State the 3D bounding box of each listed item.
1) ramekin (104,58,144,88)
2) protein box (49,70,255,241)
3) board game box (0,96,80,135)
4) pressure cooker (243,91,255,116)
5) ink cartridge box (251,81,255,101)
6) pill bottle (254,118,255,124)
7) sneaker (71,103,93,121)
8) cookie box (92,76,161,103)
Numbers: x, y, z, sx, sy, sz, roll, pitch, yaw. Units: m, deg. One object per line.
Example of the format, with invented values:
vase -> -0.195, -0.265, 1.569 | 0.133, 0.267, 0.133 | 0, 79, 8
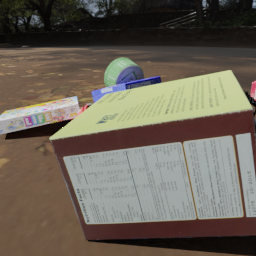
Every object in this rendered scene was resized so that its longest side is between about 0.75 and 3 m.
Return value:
ramekin -> -0.118, -2.417, 13.864 | 1.929, 1.929, 0.942 | -12, 31, -29
protein box -> 0.699, 0.356, 5.310 | 2.889, 1.949, 2.868 | -8, 18, 17
board game box -> -3.046, -0.498, 9.792 | 2.709, 0.464, 1.821 | -13, 17, -9
pressure cooker -> 3.676, -0.650, 9.795 | 1.517, 1.355, 1.334 | 3, 10, 21
ink cartridge box -> 7.169, -1.696, 13.200 | 2.182, 0.920, 1.580 | 17, 26, 38
pill bottle -> 2.419, -0.334, 8.273 | 1.251, 1.251, 2.255 | -17, 44, -38
sneaker -> -1.106, -0.170, 8.479 | 1.090, 1.282, 2.957 | -7, 17, -21
cookie box -> 0.006, -1.499, 12.035 | 2.031, 0.892, 2.374 | -4, 12, 44
